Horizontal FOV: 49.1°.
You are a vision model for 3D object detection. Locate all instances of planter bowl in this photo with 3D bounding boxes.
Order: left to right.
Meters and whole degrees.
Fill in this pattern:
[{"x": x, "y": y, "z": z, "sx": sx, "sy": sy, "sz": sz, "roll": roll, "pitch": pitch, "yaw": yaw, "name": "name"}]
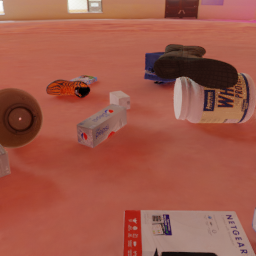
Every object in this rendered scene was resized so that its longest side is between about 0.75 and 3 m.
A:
[{"x": -3.590, "y": -0.294, "z": 9.031, "sx": 1.832, "sy": 1.832, "sz": 1.233, "roll": -4, "pitch": 0, "yaw": -8, "name": "planter bowl"}]

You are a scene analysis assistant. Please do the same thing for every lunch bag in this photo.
[{"x": 1.889, "y": -3.079, "z": 14.503, "sx": 1.624, "sy": 1.581, "sz": 2.390, "roll": 15, "pitch": 23, "yaw": 37, "name": "lunch bag"}]

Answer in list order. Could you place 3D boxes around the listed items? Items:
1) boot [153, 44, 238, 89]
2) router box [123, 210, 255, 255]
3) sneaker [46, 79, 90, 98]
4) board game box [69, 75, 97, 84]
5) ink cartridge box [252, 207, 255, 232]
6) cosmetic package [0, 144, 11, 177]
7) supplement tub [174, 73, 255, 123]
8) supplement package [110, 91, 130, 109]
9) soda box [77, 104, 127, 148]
[{"x": 2.313, "y": -2.234, "z": 9.188, "sx": 2.728, "sy": 0.924, "sz": 1.782, "roll": 15, "pitch": 43, "yaw": 20, "name": "boot"}, {"x": 1.002, "y": 2.412, "z": 4.566, "sx": 2.202, "sy": 0.599, "sz": 2.454, "roll": 0, "pitch": 26, "yaw": 0, "name": "router box"}, {"x": -2.665, "y": -1.783, "z": 12.834, "sx": 2.000, "sy": 0.776, "sz": 1.121, "roll": -13, "pitch": 28, "yaw": -25, "name": "sneaker"}, {"x": -2.373, "y": -2.535, "z": 14.956, "sx": 0.931, "sy": 0.225, "sz": 1.230, "roll": 14, "pitch": 30, "yaw": 25, "name": "board game box"}, {"x": 3.385, "y": 1.994, "z": 5.453, "sx": 1.476, "sy": 0.563, "sz": 1.007, "roll": -5, "pitch": 27, "yaw": -6, "name": "ink cartridge box"}, {"x": -4.081, "y": 1.017, "z": 7.228, "sx": 1.735, "sy": 0.783, "sz": 0.927, "roll": -19, "pitch": 35, "yaw": -38, "name": "cosmetic package"}, {"x": 3.064, "y": -1.087, "z": 10.233, "sx": 2.536, "sy": 1.838, "sz": 1.838, "roll": 0, "pitch": 26, "yaw": -1, "name": "supplement tub"}, {"x": -0.347, "y": -1.169, "z": 11.840, "sx": 0.548, "sy": 0.555, "sz": 0.915, "roll": -13, "pitch": 29, "yaw": -24, "name": "supplement package"}, {"x": -0.833, "y": -0.127, "z": 9.567, "sx": 0.658, "sy": 0.708, "sz": 2.075, "roll": 15, "pitch": 30, "yaw": 27, "name": "soda box"}]
